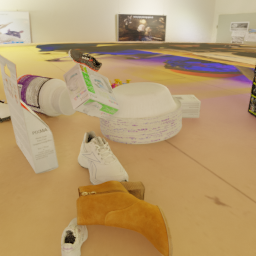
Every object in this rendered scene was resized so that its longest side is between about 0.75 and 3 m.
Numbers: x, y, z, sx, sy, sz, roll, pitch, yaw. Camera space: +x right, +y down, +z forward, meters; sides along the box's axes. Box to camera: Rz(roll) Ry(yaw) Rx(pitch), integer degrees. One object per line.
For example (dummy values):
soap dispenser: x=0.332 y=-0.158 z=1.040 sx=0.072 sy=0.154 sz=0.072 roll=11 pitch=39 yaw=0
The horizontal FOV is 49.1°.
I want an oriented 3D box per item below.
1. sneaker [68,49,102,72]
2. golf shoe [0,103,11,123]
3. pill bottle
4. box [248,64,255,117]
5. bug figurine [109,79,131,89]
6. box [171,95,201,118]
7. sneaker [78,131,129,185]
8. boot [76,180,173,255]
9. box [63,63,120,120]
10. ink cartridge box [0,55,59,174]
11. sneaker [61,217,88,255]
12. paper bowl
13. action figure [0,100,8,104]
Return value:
sneaker: x=-1.675 y=-2.831 z=11.331 sx=1.456 sy=0.561 sz=0.596 roll=23 pitch=-30 yaw=-30
golf shoe: x=-5.780 y=-0.928 z=11.104 sx=2.880 sy=1.361 sz=1.120 roll=-2 pitch=21 yaw=-10
pill bottle: x=-3.436 y=-1.359 z=11.832 sx=2.819 sy=1.570 sz=1.570 roll=15 pitch=26 yaw=32
box: x=5.642 y=-1.230 z=10.590 sx=0.628 sy=2.272 sz=2.836 roll=-2 pitch=21 yaw=-4
bug figurine: x=-1.067 y=-2.220 z=15.313 sx=2.408 sy=0.620 sz=1.868 roll=-13 pitch=19 yaw=-19
box: x=2.392 y=-0.934 z=11.928 sx=1.107 sy=0.724 sz=1.101 roll=-1 pitch=22 yaw=-3
sneaker: x=-0.728 y=0.797 z=7.263 sx=0.831 sy=0.972 sz=2.231 roll=-10 pitch=25 yaw=-33
boot: x=-0.191 y=1.699 z=5.239 sx=1.501 sy=0.738 sz=2.097 roll=-5 pitch=23 yaw=-16
box: x=-1.108 y=-1.063 z=8.560 sx=0.708 sy=1.292 sz=1.464 roll=-34 pitch=-27 yaw=24
ink cartridge box: x=-2.840 y=-0.512 z=7.867 sx=0.693 sy=2.932 sz=2.347 roll=-15 pitch=26 yaw=-29
sneaker: x=-0.958 y=1.916 z=5.060 sx=0.398 sy=0.529 sz=1.062 roll=-2 pitch=20 yaw=-2
paper bowl: x=0.432 y=-0.695 z=10.000 sx=2.966 sy=1.542 sz=2.966 roll=-3 pitch=21 yaw=1
action figure: x=-5.791 y=-1.006 z=12.423 sx=1.015 sy=1.128 sz=1.515 roll=29 pitch=-2 yaw=-12
